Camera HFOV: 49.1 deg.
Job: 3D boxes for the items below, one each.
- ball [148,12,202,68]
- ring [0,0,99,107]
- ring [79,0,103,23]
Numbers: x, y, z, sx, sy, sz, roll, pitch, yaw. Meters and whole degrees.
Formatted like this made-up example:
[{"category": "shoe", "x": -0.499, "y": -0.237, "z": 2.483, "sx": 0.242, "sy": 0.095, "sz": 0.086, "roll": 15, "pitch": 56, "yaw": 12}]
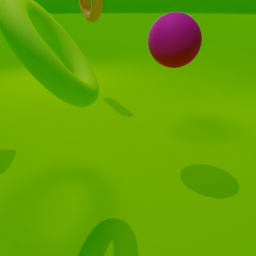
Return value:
[{"category": "ball", "x": 0.942, "y": -1.765, "z": 5.668, "sx": 1.077, "sy": 1.077, "sz": 1.077, "roll": 0, "pitch": 24, "yaw": 0}, {"category": "ring", "x": -1.008, "y": -1.028, "z": 3.811, "sx": 0.348, "sy": 1.740, "sz": 1.740, "roll": -35, "pitch": 21, "yaw": 13}, {"category": "ring", "x": -1.324, "y": -4.610, "z": 9.599, "sx": 0.374, "sy": 1.870, "sz": 1.870, "roll": -15, "pitch": 28, "yaw": -21}]
